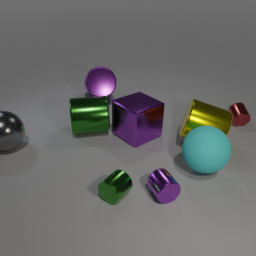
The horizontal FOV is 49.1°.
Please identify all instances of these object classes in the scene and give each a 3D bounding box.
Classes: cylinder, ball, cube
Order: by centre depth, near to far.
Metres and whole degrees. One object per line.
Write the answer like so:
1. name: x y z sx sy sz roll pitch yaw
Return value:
1. cylinder: -0.344 1.610 7.702 0.700 0.700 0.700 19 34 30
2. cylinder: 0.983 1.591 7.734 0.700 0.700 0.700 -11 31 -19
3. ball: 2.310 0.635 8.302 1.400 1.400 1.400 0 29 0
4. ball: -4.300 0.102 9.676 1.400 1.400 1.400 0 29 0
5. cylinder: 2.694 -0.151 9.821 1.400 1.400 1.400 20 32 3
6. cube: 0.356 -0.361 10.468 1.400 1.400 1.400 -22 37 -34
7. cylinder: -1.470 -0.488 10.722 1.400 1.400 1.400 -5 30 -9
8. cylinder: 4.520 -0.555 11.392 0.700 0.700 0.700 -3 49 -4
9. cylinder: -1.325 -2.115 13.182 1.400 1.400 1.400 -6 6 -10
